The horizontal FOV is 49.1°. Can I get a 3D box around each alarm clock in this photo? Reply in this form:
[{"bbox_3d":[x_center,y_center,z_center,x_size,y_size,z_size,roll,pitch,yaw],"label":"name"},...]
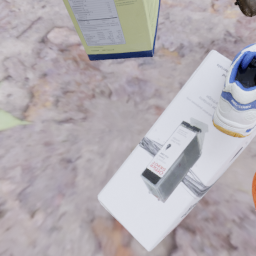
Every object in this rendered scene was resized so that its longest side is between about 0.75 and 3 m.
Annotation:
[{"bbox_3d":[2.589,-3.239,5.869,0.945,1.915,2.839,-22,36,21],"label":"alarm clock"}]

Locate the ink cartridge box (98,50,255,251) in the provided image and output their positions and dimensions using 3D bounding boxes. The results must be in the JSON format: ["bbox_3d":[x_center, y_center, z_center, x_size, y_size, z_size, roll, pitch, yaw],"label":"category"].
[{"bbox_3d":[0.897,0.360,3.910,0.957,1.694,2.309,41,101,21],"label":"ink cartridge box"}]

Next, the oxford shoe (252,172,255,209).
[{"bbox_3d":[1.632,1.266,2.131,0.890,0.871,2.442,37,43,-18],"label":"oxford shoe"}]

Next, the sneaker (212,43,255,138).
[{"bbox_3d":[1.127,-0.480,2.477,0.466,0.545,1.237,18,51,15],"label":"sneaker"}]

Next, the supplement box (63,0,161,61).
[{"bbox_3d":[-0.201,-2.383,4.568,1.192,1.774,1.776,0,58,14],"label":"supplement box"}]
